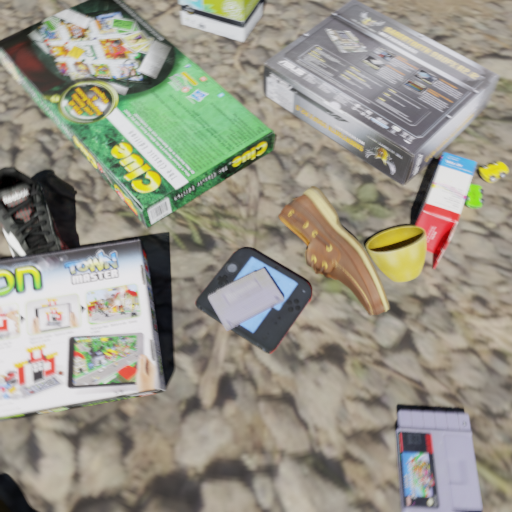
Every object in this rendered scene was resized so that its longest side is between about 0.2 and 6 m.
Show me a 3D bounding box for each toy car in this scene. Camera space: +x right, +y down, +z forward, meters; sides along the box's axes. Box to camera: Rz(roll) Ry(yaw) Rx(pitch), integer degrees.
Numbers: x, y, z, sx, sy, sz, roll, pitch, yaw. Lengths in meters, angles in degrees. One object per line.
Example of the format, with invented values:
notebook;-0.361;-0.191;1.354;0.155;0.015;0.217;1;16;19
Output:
toy car;3.885;-1.278;10.092;1.219;0.272;1.147;10;59;7

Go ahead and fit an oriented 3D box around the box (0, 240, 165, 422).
box;-3.459;1.180;7.958;4.020;0.698;2.212;-8;75;-5

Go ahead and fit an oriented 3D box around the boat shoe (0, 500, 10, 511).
boat shoe;-3.088;3.667;6.839;1.672;0.610;0.526;40;76;23

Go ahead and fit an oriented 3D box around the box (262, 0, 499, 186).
box;2.361;-3.357;11.022;3.594;0.869;2.846;38;65;21

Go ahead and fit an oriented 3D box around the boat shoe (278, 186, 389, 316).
boat shoe;1.216;0.003;8.990;0.839;0.894;2.484;-30;62;-3

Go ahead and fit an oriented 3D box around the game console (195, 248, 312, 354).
game console;-0.009;0.657;8.905;1.510;0.234;1.335;31;63;18

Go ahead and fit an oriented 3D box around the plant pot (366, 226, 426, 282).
plant pot;2.305;0.024;8.965;0.938;0.666;0.938;-18;20;7

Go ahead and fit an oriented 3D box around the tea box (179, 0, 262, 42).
tea box;-0.777;-5.747;12.121;1.573;1.548;1.051;20;61;13

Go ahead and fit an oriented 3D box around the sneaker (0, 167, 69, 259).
sneaker;-3.664;-0.462;9.017;0.872;1.205;2.468;-25;66;-17

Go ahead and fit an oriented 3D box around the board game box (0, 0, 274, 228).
board game box;-2.558;-3.199;11.099;2.948;0.660;5.626;-33;64;-21

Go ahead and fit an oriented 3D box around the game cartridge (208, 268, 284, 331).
game cartridge;-0.166;0.662;8.714;1.018;0.195;0.660;-26;57;-12

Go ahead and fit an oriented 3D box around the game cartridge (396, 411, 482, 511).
game cartridge;2.426;2.892;7.497;1.028;0.304;1.586;5;58;-2

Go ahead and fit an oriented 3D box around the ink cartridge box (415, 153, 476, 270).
ink cartridge box;3.052;-0.741;9.321;0.575;0.994;1.711;21;60;13
